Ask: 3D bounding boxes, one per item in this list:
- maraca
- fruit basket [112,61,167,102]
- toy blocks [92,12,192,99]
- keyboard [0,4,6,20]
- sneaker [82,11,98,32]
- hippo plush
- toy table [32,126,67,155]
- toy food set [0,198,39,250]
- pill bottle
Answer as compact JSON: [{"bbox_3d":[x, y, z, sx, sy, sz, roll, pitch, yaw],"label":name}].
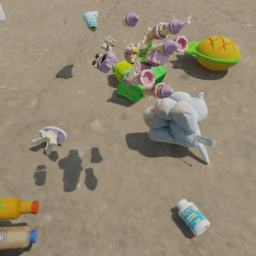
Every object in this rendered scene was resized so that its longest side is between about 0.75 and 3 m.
[{"bbox_3d":[3.177,-2.925,10.776,2.279,1.219,1.562,21,36,21],"label":"maraca"},{"bbox_3d":[0.210,-1.967,9.952,1.889,1.363,1.889,7,59,-11],"label":"fruit basket"},{"bbox_3d":[0.436,-1.413,5.226,1.275,1.515,1.416,14,80,60],"label":"toy blocks"},{"bbox_3d":[-3.046,-2.792,6.407,0.264,0.050,0.937,-17,65,-22],"label":"keyboard"},{"bbox_3d":[-1.198,-3.618,9.563,0.387,0.635,0.972,-16,18,26],"label":"sneaker"},{"bbox_3d":[1.700,-0.458,8.139,2.180,1.737,1.753,20,51,18],"label":"hippo plush"},{"bbox_3d":[-2.289,0.311,8.129,0.876,0.805,0.513,-8,27,26],"label":"toy table"},{"bbox_3d":[-2.485,2.745,5.455,1.199,1.272,2.666,-3,42,-3],"label":"toy food set"},{"bbox_3d":[1.513,2.092,6.654,0.449,0.449,0.811,-24,50,-21],"label":"pill bottle"}]
